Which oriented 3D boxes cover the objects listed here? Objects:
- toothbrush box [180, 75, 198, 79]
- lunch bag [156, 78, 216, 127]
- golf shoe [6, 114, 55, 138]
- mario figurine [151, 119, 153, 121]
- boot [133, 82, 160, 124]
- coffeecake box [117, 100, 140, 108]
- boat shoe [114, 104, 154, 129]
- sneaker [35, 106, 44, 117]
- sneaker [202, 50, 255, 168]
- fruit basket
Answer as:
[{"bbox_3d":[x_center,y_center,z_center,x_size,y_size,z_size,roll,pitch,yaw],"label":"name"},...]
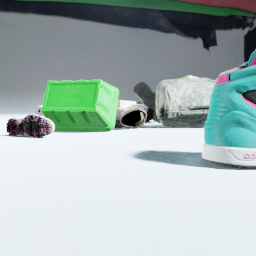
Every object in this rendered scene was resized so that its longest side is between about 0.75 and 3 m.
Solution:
[{"bbox_3d":[2.473,-1.902,12.028,0.694,0.410,0.953,3,-9,-41],"label":"toothbrush box"},{"bbox_3d":[2.161,-0.768,9.464,2.339,1.630,1.962,-2,22,-1],"label":"lunch bag"},{"bbox_3d":[-2.005,-0.058,6.044,1.326,0.481,0.611,2,4,33],"label":"golf shoe"},{"bbox_3d":[1.493,-0.579,14.462,1.950,1.034,1.204,-10,38,7],"label":"mario figurine"},{"bbox_3d":[1.303,-0.809,12.759,0.914,2.532,1.912,-35,-40,4],"label":"boot"},{"bbox_3d":[-0.812,-0.695,12.172,2.077,0.988,2.706,1,4,19],"label":"coffeecake box"},{"bbox_3d":[0.196,-0.280,8.690,0.767,0.779,2.092,18,21,40],"label":"boat shoe"},{"bbox_3d":[-3.466,-0.581,13.285,2.083,0.761,1.165,14,9,43],"label":"sneaker"},{"bbox_3d":[1.823,-0.305,3.149,2.194,1.324,0.917,-1,4,-21],"label":"sneaker"},{"bbox_3d":[-1.195,-0.584,7.900,2.086,1.504,2.086,6,-19,2],"label":"fruit basket"}]
